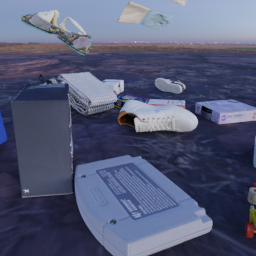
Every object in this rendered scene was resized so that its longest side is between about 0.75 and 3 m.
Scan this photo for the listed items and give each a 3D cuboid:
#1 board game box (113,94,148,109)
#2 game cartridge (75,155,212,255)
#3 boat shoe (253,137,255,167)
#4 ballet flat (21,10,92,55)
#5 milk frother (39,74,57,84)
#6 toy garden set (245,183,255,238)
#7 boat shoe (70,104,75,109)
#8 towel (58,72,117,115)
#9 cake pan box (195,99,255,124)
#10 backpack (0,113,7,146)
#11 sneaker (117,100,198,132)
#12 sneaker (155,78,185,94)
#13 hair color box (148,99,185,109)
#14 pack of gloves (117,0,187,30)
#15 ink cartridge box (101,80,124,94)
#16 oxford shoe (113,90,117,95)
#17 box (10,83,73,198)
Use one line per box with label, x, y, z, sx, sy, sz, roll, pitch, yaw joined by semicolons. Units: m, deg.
board game box;0.010;-1.240;13.317;1.208;0.414;1.461;-18;27;-39
game cartridge;-0.003;1.398;5.636;1.909;0.586;2.868;-5;19;-25
boat shoe;4.011;0.531;7.687;0.967;0.753;2.129;5;17;26
ballet flat;-2.542;-3.726;10.278;2.810;1.011;1.011;29;23;2
milk frother;-5.031;-2.964;17.524;0.816;0.904;0.850;2;19;18
toy garden set;3.189;1.512;5.379;1.880;0.450;2.255;5;20;14
boat shoe;-2.292;-0.992;12.599;0.481;0.617;1.360;1;43;-34
towel;-1.863;-1.509;12.353;2.264;0.969;1.875;39;32;23
cake pan box;4.064;-0.718;11.685;2.012;0.526;1.853;-6;18;-17
backpack;-4.885;-0.178;7.926;2.436;2.044;1.979;14;32;28
sneaker;0.942;-0.164;9.801;2.825;1.029;1.196;11;45;26
sneaker;2.484;-2.487;16.439;1.859;0.729;0.738;27;36;32
hair color box;1.679;-0.905;12.227;1.586;0.507;0.879;2;19;11
pack of gloves;0.544;-1.990;4.633;1.169;0.982;0.231;-8;63;-40
ink cartridge box;-1.029;-2.306;15.965;1.150;0.670;1.591;6;20;17
oxford shoe;-0.860;-1.576;14.484;0.444;0.425;1.202;-23;16;16
box;-1.900;0.175;6.631;1.124;2.160;1.967;-3;20;-10
